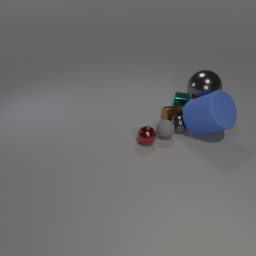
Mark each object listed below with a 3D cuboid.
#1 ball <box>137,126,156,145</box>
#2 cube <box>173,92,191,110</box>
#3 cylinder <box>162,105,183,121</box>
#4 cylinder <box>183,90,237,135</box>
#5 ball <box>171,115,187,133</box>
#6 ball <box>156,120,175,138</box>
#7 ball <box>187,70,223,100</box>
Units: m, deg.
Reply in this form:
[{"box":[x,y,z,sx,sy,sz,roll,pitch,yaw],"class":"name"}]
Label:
[{"box":[0.692,0.274,10.271,0.700,0.700,0.700,0,32,0],"class":"ball"},{"box":[2.419,-1.138,12.575,0.700,0.700,0.700,10,33,14],"class":"cube"},{"box":[1.836,-0.565,11.636,0.700,0.700,0.700,-6,32,-12],"class":"cylinder"},{"box":[2.998,-0.524,10.325,1.400,1.400,1.400,-26,4,-35],"class":"cylinder"},{"box":[2.020,-0.165,11.003,0.700,0.700,0.700,0,32,0],"class":"ball"},{"box":[1.417,0.036,10.599,0.700,0.700,0.700,0,32,0],"class":"ball"},{"box":[3.107,-1.648,11.369,1.400,1.400,1.400,0,32,0],"class":"ball"}]
